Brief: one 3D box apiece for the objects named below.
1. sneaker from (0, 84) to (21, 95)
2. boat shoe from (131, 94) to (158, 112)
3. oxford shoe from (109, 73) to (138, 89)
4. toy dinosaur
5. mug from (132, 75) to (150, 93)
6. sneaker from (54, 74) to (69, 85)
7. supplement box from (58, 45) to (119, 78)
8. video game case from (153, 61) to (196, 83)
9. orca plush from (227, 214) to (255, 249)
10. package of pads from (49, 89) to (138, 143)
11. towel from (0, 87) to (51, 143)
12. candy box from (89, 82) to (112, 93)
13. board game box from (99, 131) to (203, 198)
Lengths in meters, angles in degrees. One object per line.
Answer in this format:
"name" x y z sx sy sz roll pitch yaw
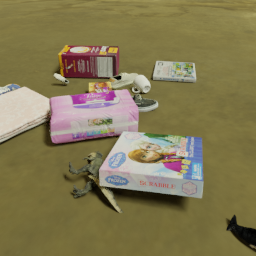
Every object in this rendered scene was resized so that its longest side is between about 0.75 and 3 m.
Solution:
"sneaker" -5.220 -1.493 11.907 1.303 0.491 0.574 -11 43 -2
"boat shoe" 0.330 -1.013 10.935 1.725 0.612 0.622 -3 33 -5
"oxford shoe" -0.165 -2.321 13.061 0.698 0.536 1.857 24 37 37
"toy dinosaur" -0.966 1.314 7.423 1.069 0.576 2.425 -5 36 -19
"mug" 0.563 -1.830 12.313 0.836 0.617 0.733 -36 45 1
"sneaker" -3.023 -2.244 12.773 0.307 0.757 0.284 1 64 55
"supplement box" -1.870 -3.319 13.970 2.792 1.196 1.541 1 33 2
"video game case" 2.363 -2.879 14.190 2.039 0.246 2.237 5 32 8
"orca plush" 2.844 2.260 5.960 0.712 0.481 1.353 -23 39 -31
"package of pads" -1.216 -0.452 9.595 2.925 1.107 1.763 -8 34 -12
"towel" -4.345 -0.569 10.400 2.743 0.463 2.872 26 41 33
"candy box" -1.132 -1.376 11.639 0.971 0.470 1.665 -4 31 -5
"board game box" 0.757 0.850 7.612 2.459 0.507 2.465 4 22 12
